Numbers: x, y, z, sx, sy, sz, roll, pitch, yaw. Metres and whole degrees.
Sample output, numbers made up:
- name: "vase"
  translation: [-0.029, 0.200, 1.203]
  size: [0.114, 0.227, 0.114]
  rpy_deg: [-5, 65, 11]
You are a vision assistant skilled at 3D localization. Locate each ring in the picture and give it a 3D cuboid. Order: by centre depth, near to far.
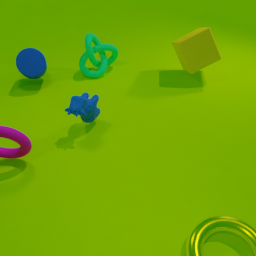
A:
- name: "ring"
  translation: [1.987, 2.513, 5.538]
  size: [1.667, 0.333, 1.667]
  rpy_deg: [-3, 45, 3]
- name: "ring"
  translation: [-3.213, 0.383, 7.216]
  size: [1.415, 1.415, 0.283]
  rpy_deg: [0, 56, 0]

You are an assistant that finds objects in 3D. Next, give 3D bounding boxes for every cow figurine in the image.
- name: "cow figurine"
  translation: [-1.312, -0.527, 8.349]
  size: [0.684, 1.246, 1.226]
  rpy_deg: [13, 48, 16]

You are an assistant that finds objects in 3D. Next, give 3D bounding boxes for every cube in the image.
- name: "cube"
  translation: [2.623, -3.014, 10.872]
  size: [1.269, 1.269, 1.269]
  rpy_deg: [-27, 18, 6]

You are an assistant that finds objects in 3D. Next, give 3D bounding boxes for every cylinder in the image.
- name: "cylinder"
  translation: [-3.588, -2.385, 10.484]
  size: [1.040, 1.040, 1.040]
  rpy_deg: [-12, 8, -14]

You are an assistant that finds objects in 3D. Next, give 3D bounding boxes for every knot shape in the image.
- name: "knot shape"
  translation: [-1.279, -3.016, 11.273]
  size: [1.735, 1.623, 0.802]
  rpy_deg: [-38, 34, -21]
